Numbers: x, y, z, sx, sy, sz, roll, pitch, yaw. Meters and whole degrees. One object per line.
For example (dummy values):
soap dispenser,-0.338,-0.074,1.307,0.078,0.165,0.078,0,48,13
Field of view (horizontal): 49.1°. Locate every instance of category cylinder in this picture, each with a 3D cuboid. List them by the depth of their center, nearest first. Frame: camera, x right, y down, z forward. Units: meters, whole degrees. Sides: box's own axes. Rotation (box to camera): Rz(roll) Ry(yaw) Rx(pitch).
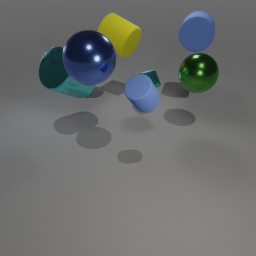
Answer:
cylinder,0.351,-0.835,6.831,0.700,0.700,0.700,-10,64,20
cylinder,-1.983,-1.810,9.367,1.400,1.400,1.400,21,5,31
cylinder,2.881,-4.033,11.653,1.400,1.400,1.400,8,31,13
cylinder,-0.391,-4.025,12.174,1.400,1.400,1.400,34,41,14

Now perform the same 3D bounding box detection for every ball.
ball,-1.001,-1.817,7.304,1.400,1.400,1.400,0,31,0
ball,2.503,-1.954,9.965,1.400,1.400,1.400,0,31,0

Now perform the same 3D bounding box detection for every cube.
cube,0.811,-1.864,11.433,0.700,0.700,0.700,-17,-8,-20
